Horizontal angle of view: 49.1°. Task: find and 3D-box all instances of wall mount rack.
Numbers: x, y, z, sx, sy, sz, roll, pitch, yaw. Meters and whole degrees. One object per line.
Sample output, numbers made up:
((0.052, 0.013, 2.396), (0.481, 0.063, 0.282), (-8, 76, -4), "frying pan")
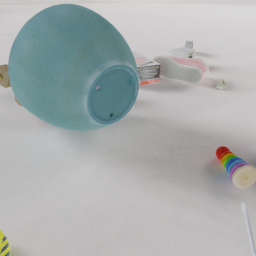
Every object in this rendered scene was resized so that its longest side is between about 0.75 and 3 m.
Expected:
((2.150, 1.602, 3.646), (1.503, 0.560, 1.306), (-1, 28, -4), "wall mount rack")

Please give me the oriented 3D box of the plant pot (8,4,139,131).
((-0.890, -1.080, 6.317), (2.898, 2.898, 1.952), (-21, 40, -33), "plant pot")

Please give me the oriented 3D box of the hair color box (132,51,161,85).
((0.161, -2.352, 10.817), (1.255, 0.723, 2.263), (-11, 29, -20), "hair color box")

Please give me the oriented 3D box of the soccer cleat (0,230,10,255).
((-1.744, 1.687, 3.504), (0.417, 0.539, 1.289), (-8, 29, -14), "soccer cleat")

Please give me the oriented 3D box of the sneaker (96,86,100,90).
((-2.233, -1.836, 9.214), (2.995, 1.311, 1.114), (4, 27, 7), "sneaker")

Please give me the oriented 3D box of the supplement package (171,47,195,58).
((2.397, -3.101, 12.239), (0.666, 0.671, 0.885), (25, 37, 38), "supplement package")

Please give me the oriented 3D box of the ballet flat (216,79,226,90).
((3.305, -1.585, 9.879), (0.300, 0.254, 0.794), (12, 30, 23), "ballet flat")

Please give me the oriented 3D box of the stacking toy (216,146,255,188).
((2.043, 0.681, 5.519), (0.471, 0.471, 1.102), (-4, 25, -8), "stacking toy")

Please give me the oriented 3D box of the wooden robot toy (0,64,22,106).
((-2.153, -1.082, 7.860), (2.874, 1.266, 1.304), (13, 22, 9), "wooden robot toy")

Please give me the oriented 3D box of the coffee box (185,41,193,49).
((3.073, -4.055, 14.172), (0.371, 0.525, 0.930), (7, 28, 13), "coffee box")

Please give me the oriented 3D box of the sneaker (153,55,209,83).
((2.057, -2.323, 10.679), (2.131, 0.802, 1.114), (25, 39, 28), "sneaker")
